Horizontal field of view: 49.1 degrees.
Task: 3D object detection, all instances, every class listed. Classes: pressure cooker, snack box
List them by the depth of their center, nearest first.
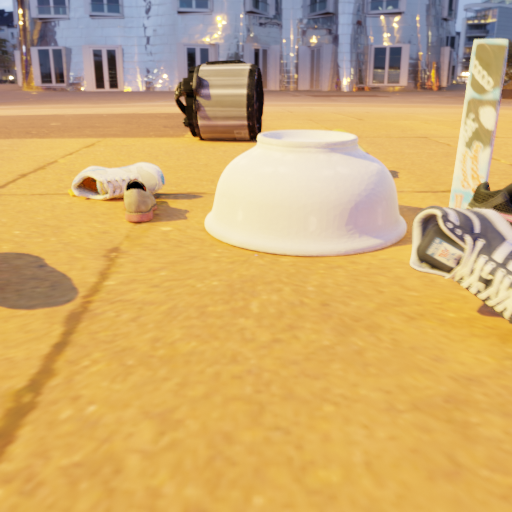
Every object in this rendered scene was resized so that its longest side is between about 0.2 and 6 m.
[{"bbox_3d":[3.852,-2.032,9.732,0.550,2.965,1.723,10,11,22],"label":"snack box"},{"bbox_3d":[-1.492,-6.068,22.121,3.408,2.998,3.044,1,36,8],"label":"pressure cooker"}]

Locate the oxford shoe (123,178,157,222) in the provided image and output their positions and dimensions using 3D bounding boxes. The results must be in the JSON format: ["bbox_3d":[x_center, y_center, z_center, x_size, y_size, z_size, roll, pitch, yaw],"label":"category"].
[{"bbox_3d":[-2.342,-1.236,11.294,0.674,0.716,1.914,-5,19,-13],"label":"oxford shoe"}]

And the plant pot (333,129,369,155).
[{"bbox_3d":[2.381,-2.608,14.882,1.199,1.199,1.128,-14,39,-36],"label":"plant pot"}]

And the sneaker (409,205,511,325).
[{"bbox_3d":[2.480,0.221,5.948,1.203,0.777,2.218,6,37,-24],"label":"sneaker"}]

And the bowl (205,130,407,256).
[{"bbox_3d":[0.891,-1.347,10.131,3.712,1.668,3.712,0,19,0],"label":"bowl"}]

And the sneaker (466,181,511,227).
[{"bbox_3d":[4.276,-0.576,8.302,2.817,1.216,1.132,-6,28,-24],"label":"sneaker"}]

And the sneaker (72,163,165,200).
[{"bbox_3d":[-3.032,-1.575,12.399,2.083,0.797,0.841,-2,26,15],"label":"sneaker"}]

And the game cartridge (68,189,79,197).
[{"bbox_3d":[-4.080,-1.465,12.991,0.476,0.088,0.540,-9,23,-24],"label":"game cartridge"}]
